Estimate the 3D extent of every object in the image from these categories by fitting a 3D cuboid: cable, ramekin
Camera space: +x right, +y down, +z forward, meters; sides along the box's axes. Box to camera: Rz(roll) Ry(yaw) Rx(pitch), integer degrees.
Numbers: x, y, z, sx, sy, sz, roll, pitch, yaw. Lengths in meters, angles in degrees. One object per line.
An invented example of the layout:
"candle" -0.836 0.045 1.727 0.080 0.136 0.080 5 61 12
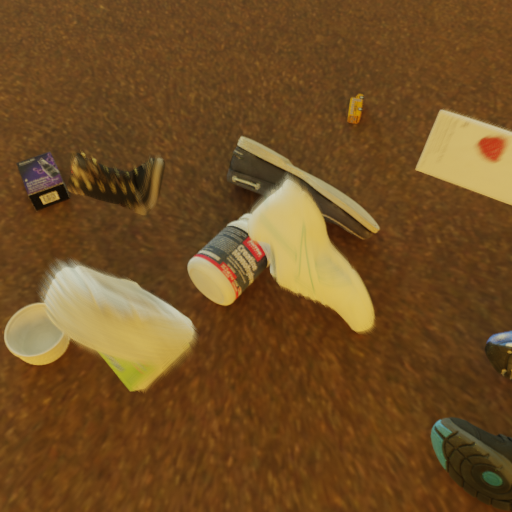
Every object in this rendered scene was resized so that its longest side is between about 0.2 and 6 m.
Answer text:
"cable" -1.869 0.827 7.809 2.069 2.070 0.717 24 89 44
"ramekin" -3.729 1.387 9.669 1.032 0.541 1.032 0 55 0

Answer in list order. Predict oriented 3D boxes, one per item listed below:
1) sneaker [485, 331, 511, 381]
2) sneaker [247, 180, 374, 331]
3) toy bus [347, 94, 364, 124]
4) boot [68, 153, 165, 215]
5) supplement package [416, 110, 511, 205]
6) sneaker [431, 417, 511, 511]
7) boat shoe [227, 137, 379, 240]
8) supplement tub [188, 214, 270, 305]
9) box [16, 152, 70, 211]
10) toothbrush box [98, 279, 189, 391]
"sneaker" 5.118 1.292 9.529 2.897 1.138 1.292 -8 48 -15
"sneaker" 0.923 0.223 9.505 1.210 3.021 1.062 -37 19 -4
"toy bus" 2.346 -3.469 13.174 0.304 0.253 0.777 8 56 7
"boot" -2.457 -1.346 9.806 1.507 2.002 0.732 16 77 -17
"supplement package" 3.713 -1.622 9.250 1.730 1.049 1.036 24 19 18
"sneaker" 3.924 3.197 8.290 2.777 1.017 1.138 33 49 12
"boat shoe" 0.866 -1.160 11.361 3.413 1.240 1.070 35 105 15
"supplement tub" -0.397 0.054 10.251 1.072 1.072 1.528 34 62 21
"box" -4.447 -1.564 11.693 0.757 0.534 1.024 -24 60 -15
"toothbrush box" -2.009 1.285 9.157 1.077 0.637 1.479 -44 78 1
